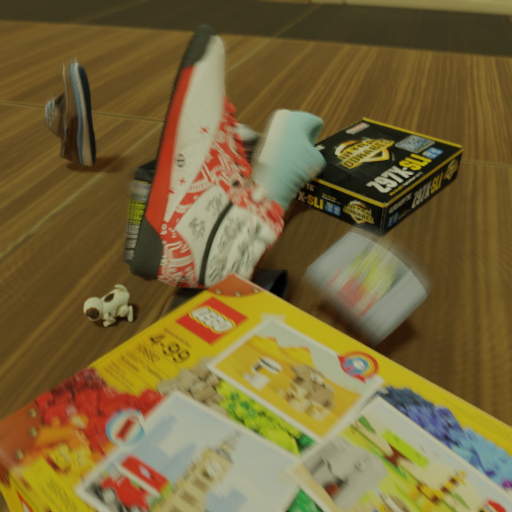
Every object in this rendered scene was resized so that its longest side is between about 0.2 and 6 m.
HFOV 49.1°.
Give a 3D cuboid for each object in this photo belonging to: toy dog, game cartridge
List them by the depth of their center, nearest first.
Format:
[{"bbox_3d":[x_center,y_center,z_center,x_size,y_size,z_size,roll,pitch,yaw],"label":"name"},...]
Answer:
[{"bbox_3d":[1.331,0.290,6.654,0.842,0.259,1.265,-39,60,-16],"label":"game cartridge"},{"bbox_3d":[-1.932,0.669,7.264,0.581,0.564,0.406,-12,49,-26],"label":"toy dog"}]

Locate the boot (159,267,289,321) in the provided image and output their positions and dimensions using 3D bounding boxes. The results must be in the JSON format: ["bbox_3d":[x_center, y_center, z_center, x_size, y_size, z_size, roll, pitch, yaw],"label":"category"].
[{"bbox_3d":[-0.382,0.692,6.845,1.075,0.829,2.219,0,32,22],"label":"boot"}]

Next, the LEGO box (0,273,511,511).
[{"bbox_3d":[0.254,2.068,4.418,3.840,1.482,2.859,27,43,33],"label":"LEGO box"}]

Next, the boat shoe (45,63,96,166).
[{"bbox_3d":[-3.415,-2.497,10.204,0.784,2.165,0.782,1,49,-9],"label":"boat shoe"}]

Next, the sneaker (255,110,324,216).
[{"bbox_3d":[0.592,-1.435,9.145,0.949,0.856,2.317,5,68,19],"label":"sneaker"}]

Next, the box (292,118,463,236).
[{"bbox_3d":[2.111,-1.578,10.311,2.263,0.699,2.834,29,45,32],"label":"box"}]

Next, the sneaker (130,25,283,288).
[{"bbox_3d":[-0.384,-1.022,6.585,1.577,2.942,0.982,14,3,-13],"label":"sneaker"}]

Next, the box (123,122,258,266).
[{"bbox_3d":[-0.950,-0.865,8.230,0.474,1.715,2.140,37,46,16],"label":"box"}]
